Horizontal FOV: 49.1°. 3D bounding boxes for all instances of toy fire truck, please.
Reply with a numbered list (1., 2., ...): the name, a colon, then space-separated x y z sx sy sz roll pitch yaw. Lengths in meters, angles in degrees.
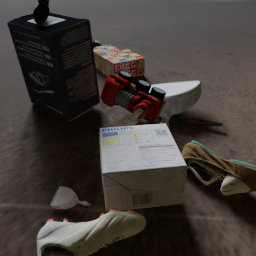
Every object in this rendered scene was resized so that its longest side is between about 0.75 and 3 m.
1. toy fire truck: -0.107 -0.630 8.154 1.836 1.342 2.086 29 27 14

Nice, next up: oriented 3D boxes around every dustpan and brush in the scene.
1. dustpan and brush: -1.178 1.524 5.924 0.768 0.220 0.536 2 39 15
2. dustpan and brush: 1.283 -0.702 9.052 2.011 0.825 2.881 -2 23 20

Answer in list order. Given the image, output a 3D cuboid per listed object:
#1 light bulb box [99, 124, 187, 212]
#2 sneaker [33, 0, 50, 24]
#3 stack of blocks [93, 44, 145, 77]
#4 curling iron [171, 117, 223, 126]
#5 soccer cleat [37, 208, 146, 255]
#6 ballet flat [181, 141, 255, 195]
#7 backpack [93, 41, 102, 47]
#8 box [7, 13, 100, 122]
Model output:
1. light bulb box: 0.234 0.785 6.151 1.659 1.045 1.674 -4 30 -5
2. sneaker: -2.449 -3.278 7.975 0.423 0.505 1.141 12 58 -18
3. stack of blocks: -0.557 -3.006 12.539 1.506 0.766 2.615 -17 36 -25
4. curling iron: 2.079 -0.149 8.544 1.554 0.199 0.385 7 31 12
5. soccer cleat: -0.617 1.922 4.898 1.932 0.670 0.750 -8 37 0
6. ballet flat: 2.075 1.006 6.295 2.219 0.753 0.803 26 69 39
7. backpack: -1.670 -4.319 14.867 0.504 0.664 0.796 18 28 -9
8. box: -2.243 -1.968 8.887 2.113 2.856 1.490 25 45 32
